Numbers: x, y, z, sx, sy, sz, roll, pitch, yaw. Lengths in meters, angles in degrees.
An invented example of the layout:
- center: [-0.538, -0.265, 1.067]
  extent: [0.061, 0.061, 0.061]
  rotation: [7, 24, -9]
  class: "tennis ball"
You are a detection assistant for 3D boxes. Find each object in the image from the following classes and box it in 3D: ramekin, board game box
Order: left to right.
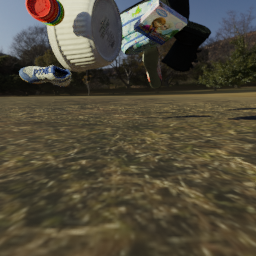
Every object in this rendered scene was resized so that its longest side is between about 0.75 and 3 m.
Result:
- center: [-1.052, -2.738, 7.828]
  extent: [1.190, 2.268, 2.268]
  rotation: [4, 9, 24]
  class: "ramekin"
- center: [0.881, -2.847, 7.699]
  extent: [1.057, 0.218, 1.055]
  rotation: [18, -30, -31]
  class: "board game box"

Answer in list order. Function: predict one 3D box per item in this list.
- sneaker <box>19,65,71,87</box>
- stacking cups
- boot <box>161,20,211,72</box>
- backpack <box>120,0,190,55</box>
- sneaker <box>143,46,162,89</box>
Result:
- center: [-2.704, -1.851, 9.294]
  extent: [1.670, 0.629, 0.736]
  rotation: [3, -22, -23]
  class: "sneaker"
- center: [-1.658, -2.320, 5.526]
  extent: [0.634, 0.634, 2.097]
  rotation: [-1, 21, -7]
  class: "stacking cups"
- center: [1.524, -2.616, 8.742]
  extent: [1.846, 1.512, 0.683]
  rotation: [11, 44, -21]
  class: "boot"
- center: [0.728, -3.879, 10.538]
  extent: [2.763, 2.125, 2.254]
  rotation: [4, 22, 29]
  class: "backpack"
- center: [1.168, -3.165, 13.583]
  extent: [0.770, 2.305, 1.235]
  rotation: [-10, 37, 8]
  class: "sneaker"
